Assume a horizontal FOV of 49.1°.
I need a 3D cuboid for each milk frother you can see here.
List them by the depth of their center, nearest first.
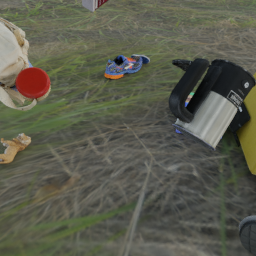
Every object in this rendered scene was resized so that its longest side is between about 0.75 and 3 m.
[{"bbox_3d":[1.105,-0.494,4.560,1.168,1.217,1.294,33,-1,-15],"label":"milk frother"}]

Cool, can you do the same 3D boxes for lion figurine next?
[{"bbox_3d":[-3.237,0.649,7.700,0.752,0.445,1.228,13,51,4],"label":"lion figurine"}]

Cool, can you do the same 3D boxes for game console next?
[{"bbox_3d":[3.216,-0.198,8.132,0.628,0.949,1.079,26,36,-19],"label":"game console"}]

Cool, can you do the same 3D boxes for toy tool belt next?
[{"bbox_3d":[-2.614,-1.251,5.725,2.579,1.585,1.610,37,72,1],"label":"toy tool belt"}]

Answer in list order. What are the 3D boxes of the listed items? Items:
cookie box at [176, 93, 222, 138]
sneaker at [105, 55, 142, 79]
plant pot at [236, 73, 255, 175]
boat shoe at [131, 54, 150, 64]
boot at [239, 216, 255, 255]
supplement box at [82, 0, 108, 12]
[{"bbox_3d":[2.323,-0.455,8.952,1.408,0.618,1.645,8,37,9],"label":"cookie box"},{"bbox_3d":[-0.118,-2.736,11.939,0.770,0.801,2.043,29,45,32],"label":"sneaker"},{"bbox_3d":[4.544,-0.525,7.127,2.624,2.702,2.642,6,36,1],"label":"plant pot"},{"bbox_3d":[0.642,-3.277,13.060,1.005,0.363,0.364,23,40,28],"label":"boat shoe"},{"bbox_3d":[3.404,1.769,5.821,2.737,0.955,1.802,9,33,-5],"label":"boot"},{"bbox_3d":[-0.572,-3.271,6.462,0.347,0.621,1.141,35,62,12],"label":"supplement box"}]
